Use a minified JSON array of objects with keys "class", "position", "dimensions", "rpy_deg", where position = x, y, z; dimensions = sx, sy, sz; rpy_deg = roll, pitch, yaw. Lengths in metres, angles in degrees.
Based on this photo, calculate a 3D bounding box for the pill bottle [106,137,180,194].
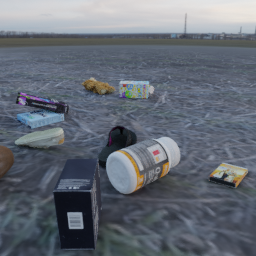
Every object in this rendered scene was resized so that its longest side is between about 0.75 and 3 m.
[{"class":"pill bottle","position":[0.423,0.853,6.980],"dimensions":[1.769,1.029,1.029],"rpy_deg":[-18,27,-37]}]

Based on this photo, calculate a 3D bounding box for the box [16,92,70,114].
[{"class":"box","position":[-3.567,-1.058,11.708],"dimensions":[2.059,0.372,1.472],"rpy_deg":[12,8,-23]}]

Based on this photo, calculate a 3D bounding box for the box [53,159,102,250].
[{"class":"box","position":[-0.892,1.387,5.274],"dimensions":[0.655,1.258,1.146],"rpy_deg":[0,21,1]}]

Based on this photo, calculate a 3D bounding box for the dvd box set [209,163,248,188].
[{"class":"dvd box set","position":[2.605,1.203,7.244],"dimensions":[0.689,0.139,0.942],"rpy_deg":[13,23,37]}]

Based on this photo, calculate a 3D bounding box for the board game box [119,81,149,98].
[{"class":"board game box","position":[0.334,-2.060,14.985],"dimensions":[1.514,0.780,0.794],"rpy_deg":[2,21,6]}]

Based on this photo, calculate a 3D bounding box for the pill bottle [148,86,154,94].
[{"class":"pill bottle","position":[1.030,-2.205,15.854],"dimensions":[0.786,0.443,0.443],"rpy_deg":[18,27,39]}]

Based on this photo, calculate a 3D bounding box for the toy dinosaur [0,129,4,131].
[{"class":"toy dinosaur","position":[-4.970,0.201,9.798],"dimensions":[0.515,0.277,1.169],"rpy_deg":[22,26,15]}]

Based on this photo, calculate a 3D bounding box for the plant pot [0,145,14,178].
[{"class":"plant pot","position":[-3.523,0.894,6.877],"dimensions":[1.300,1.300,1.391],"rpy_deg":[6,8,16]}]

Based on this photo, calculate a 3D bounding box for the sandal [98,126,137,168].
[{"class":"sandal","position":[-0.259,0.400,8.750],"dimensions":[0.971,0.618,2.584],"rpy_deg":[3,21,7]}]

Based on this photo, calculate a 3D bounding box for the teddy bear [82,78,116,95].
[{"class":"teddy bear","position":[-1.695,-2.423,16.057],"dimensions":[1.571,0.724,2.167],"rpy_deg":[-8,22,-25]}]

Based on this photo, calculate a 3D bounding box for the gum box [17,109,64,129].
[{"class":"gum box","position":[-3.534,-0.430,11.346],"dimensions":[1.439,0.321,1.222],"rpy_deg":[-17,26,-40]}]

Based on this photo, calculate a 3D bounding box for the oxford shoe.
[{"class":"oxford shoe","position":[-2.830,0.410,8.964],"dimensions":[1.847,0.533,0.694],"rpy_deg":[-9,23,21]}]
